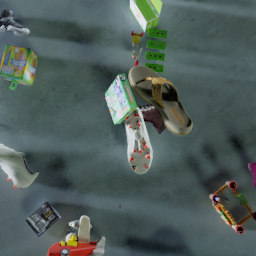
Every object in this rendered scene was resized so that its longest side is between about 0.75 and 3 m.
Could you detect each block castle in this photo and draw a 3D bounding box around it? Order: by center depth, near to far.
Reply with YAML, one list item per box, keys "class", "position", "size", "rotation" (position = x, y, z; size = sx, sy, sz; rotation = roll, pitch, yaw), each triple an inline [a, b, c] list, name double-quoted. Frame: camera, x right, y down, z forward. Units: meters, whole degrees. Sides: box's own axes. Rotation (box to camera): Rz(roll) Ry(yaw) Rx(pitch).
- class: "block castle"
  position: [4.043, 2.989, 10.611]
  size: [1.174, 0.824, 1.757]
  rotation: [-37, 86, -3]

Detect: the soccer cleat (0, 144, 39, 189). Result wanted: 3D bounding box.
- class: "soccer cleat"
  position: [-4.616, 1.111, 10.789]
  size: [1.063, 0.949, 2.740]
  rotation: [-42, 93, -7]

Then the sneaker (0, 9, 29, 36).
- class: "sneaker"
  position: [-4.713, -4.335, 11.426]
  size: [1.498, 0.565, 0.852]
  rotation: [12, 87, 4]

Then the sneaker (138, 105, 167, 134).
- class: "sneaker"
  position: [0.850, -0.289, 10.961]
  size: [2.077, 0.786, 1.200]
  rotation: [-14, 88, -2]

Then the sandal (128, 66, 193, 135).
- class: "sandal"
  position: [1.212, -1.086, 9.445]
  size: [1.188, 0.799, 2.957]
  rotation: [-29, 73, -29]

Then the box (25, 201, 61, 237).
- class: "box"
  position: [-3.277, 3.506, 10.837]
  size: [1.081, 0.269, 0.852]
  rotation: [-41, 85, -3]

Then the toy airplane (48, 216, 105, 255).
- class: "toy airplane"
  position: [-1.798, 4.339, 10.373]
  size: [1.916, 1.352, 1.908]
  rotation: [-44, 124, -12]

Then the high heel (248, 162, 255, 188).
- class: "high heel"
  position: [5.104, 1.988, 10.779]
  size: [0.473, 0.674, 1.402]
  rotation: [-30, 85, -3]

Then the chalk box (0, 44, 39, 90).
- class: "chalk box"
  position: [-4.310, -2.283, 11.027]
  size: [0.995, 1.000, 1.607]
  rotation: [10, 86, 1]

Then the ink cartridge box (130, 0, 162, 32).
- class: "ink cartridge box"
  position: [0.661, -4.749, 10.889]
  size: [0.651, 1.719, 1.270]
  rotation: [-30, 85, -3]

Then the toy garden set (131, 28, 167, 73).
- class: "toy garden set"
  position: [0.787, -3.161, 11.454]
  size: [1.454, 0.348, 1.744]
  rotation: [7, 85, -1]

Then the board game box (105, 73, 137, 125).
- class: "board game box"
  position: [-0.292, -0.923, 9.503]
  size: [0.258, 1.774, 1.194]
  rotation: [-17, 81, -23]

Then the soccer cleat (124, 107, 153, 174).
- class: "soccer cleat"
  position: [0.380, 0.407, 10.716]
  size: [0.969, 1.085, 2.798]
  rotation: [-8, 111, 5]
